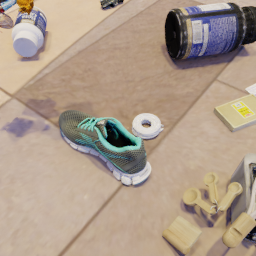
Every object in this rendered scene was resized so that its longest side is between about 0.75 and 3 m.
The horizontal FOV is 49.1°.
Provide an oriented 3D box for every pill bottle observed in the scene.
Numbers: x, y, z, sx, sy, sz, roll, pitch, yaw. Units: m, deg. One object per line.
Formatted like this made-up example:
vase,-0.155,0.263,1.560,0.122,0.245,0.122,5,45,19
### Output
pill bottle,-3.419,-3.330,9.702,1.034,1.034,1.862,-4,50,-3
pill bottle,2.790,-3.240,9.266,2.862,1.601,1.601,-10,50,-9

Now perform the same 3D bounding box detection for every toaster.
toaster,3.006,1.437,5.678,1.596,1.047,1.765,11,50,8

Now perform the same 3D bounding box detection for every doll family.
doll family,-2.186,-2.652,5.103,1.166,0.846,1.878,27,75,-15

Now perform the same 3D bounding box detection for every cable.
cable,0.491,-0.053,7.442,0.772,0.267,0.772,31,56,23

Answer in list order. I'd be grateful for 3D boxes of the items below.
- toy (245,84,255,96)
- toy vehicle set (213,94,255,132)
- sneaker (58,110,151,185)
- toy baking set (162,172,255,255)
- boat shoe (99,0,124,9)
toy,4.921,-0.778,7.814,1.574,0.645,2.734,-23,54,-19
toy vehicle set,3.216,-0.446,7.829,1.375,0.182,0.854,-19,53,-16
sneaker,-0.595,0.117,6.645,2.783,1.269,1.080,29,56,23
toy baking set,1.849,1.661,4.910,2.804,0.326,2.152,-8,48,41
boat shoe,-0.642,-5.310,11.882,1.146,0.411,0.387,-22,90,-26
